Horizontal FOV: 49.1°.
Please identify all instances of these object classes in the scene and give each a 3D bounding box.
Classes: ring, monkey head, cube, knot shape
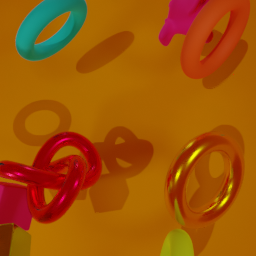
[{"bbox_3d":[-1.721,-2.285,6.441,1.944,1.944,0.389,-42,90,-8],"label":"ring"},{"bbox_3d":[1.408,-2.434,6.485,1.121,1.860,1.338,30,92,25],"label":"monkey head"},{"bbox_3d":[1.793,-1.861,5.747,1.904,1.904,0.381,-44,62,-8],"label":"ring"},{"bbox_3d":[1.510,1.009,5.365,1.950,0.390,1.950,-9,108,-29],"label":"ring"},{"bbox_3d":[0.734,2.715,4.789,0.381,1.907,1.907,12,78,4],"label":"ring"},{"bbox_3d":[-2.037,2.009,4.367,0.761,0.761,0.761,-8,55,0],"label":"cube"},{"bbox_3d":[-1.570,0.847,5.383,1.893,2.023,0.935,0,118,9],"label":"knot shape"},{"bbox_3d":[-2.562,1.610,5.867,0.863,0.863,0.863,3,76,36],"label":"cube"}]
